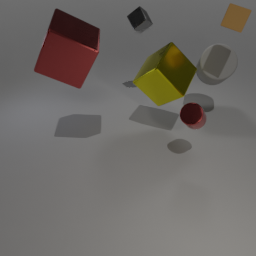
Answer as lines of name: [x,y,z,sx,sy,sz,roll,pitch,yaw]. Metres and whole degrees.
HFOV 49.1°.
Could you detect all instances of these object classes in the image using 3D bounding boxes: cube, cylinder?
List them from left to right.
cube: [-1.721,-2.265,8.072,1.400,1.400,1.400,19,40,-21]
cube: [0.512,-4.580,11.911,0.700,0.700,0.700,-30,-11,26]
cube: [1.306,-1.858,9.932,1.400,1.400,1.400,-18,37,55]
cylinder: [2.004,-0.357,8.589,0.700,0.700,0.700,17,-4,26]
cylinder: [3.538,-2.521,11.323,1.400,1.400,1.400,4,1,7]
cube: [3.500,-3.555,9.088,0.700,0.700,0.700,25,25,12]
